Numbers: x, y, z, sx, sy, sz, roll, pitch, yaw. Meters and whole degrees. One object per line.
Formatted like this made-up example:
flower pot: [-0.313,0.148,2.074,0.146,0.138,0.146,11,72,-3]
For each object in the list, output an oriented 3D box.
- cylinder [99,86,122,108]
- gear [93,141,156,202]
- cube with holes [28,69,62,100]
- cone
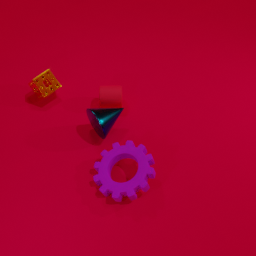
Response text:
cylinder: [-0.564,-1.042,9.386,0.743,0.743,0.743,-1,48,-1]
gear: [-0.103,1.112,7.418,1.621,0.300,1.621,-9,55,12]
cube with holes: [-2.848,-1.467,9.570,0.701,0.701,0.701,-42,18,-25]
cone: [-0.546,-0.369,8.517,1.051,1.048,1.048,-31,55,-19]
